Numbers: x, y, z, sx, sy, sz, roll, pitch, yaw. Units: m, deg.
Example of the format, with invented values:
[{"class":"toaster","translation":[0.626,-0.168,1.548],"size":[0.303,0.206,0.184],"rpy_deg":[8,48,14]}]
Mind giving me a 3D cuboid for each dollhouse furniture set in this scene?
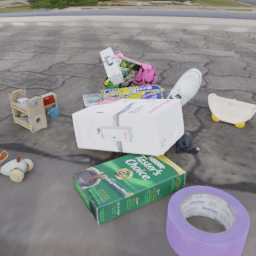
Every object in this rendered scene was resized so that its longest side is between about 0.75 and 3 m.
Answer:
[{"class":"dollhouse furniture set","translation":[-3.350,-0.898,10.847],"size":[1.286,1.279,1.825],"rpy_deg":[23,36,35]}]

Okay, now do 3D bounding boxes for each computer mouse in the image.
[{"class":"computer mouse","translation":[1.912,0.458,9.409],"size":[0.769,0.293,1.110],"rpy_deg":[-1,29,1]}]

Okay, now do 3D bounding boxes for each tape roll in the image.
[{"class":"tape roll","translation":[1.679,2.061,6.062],"size":[1.673,0.711,1.673],"rpy_deg":[0,28,0]}]

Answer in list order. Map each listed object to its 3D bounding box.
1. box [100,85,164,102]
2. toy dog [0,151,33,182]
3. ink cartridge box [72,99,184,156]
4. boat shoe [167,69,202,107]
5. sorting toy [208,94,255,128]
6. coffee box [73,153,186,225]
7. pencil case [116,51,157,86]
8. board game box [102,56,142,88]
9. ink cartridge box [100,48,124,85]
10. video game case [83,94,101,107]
[{"class":"box","translation":[0.192,-1.202,11.744],"size":[2.574,0.902,0.828],"rpy_deg":[-8,24,-14]},{"class":"toy dog","translation":[-3.479,1.035,7.921],"size":[1.474,0.710,0.972],"rpy_deg":[-6,29,-11]},{"class":"ink cartridge box","translation":[0.060,-0.146,8.868],"size":[2.880,1.192,2.110],"rpy_deg":[3,20,30]},{"class":"boat shoe","translation":[1.856,-1.110,9.906],"size":[0.774,2.105,0.703],"rpy_deg":[35,35,8]},{"class":"sorting toy","translation":[4.323,-0.798,11.163],"size":[1.862,0.995,1.676],"rpy_deg":[20,27,34]},{"class":"coffee box","translation":[0.033,1.376,7.416],"size":[2.602,0.572,1.600],"rpy_deg":[-15,30,-26]},{"class":"pencil case","translation":[0.265,-3.128,14.798],"size":[1.256,1.297,2.768],"rpy_deg":[-20,38,-40]},{"class":"board game box","translation":[-0.193,-2.433,12.714],"size":[0.310,1.384,2.642],"rpy_deg":[38,17,12]},{"class":"ink cartridge box","translation":[-0.527,-2.064,9.425],"size":[0.425,1.012,0.738],"rpy_deg":[-21,-16,7]},{"class":"video game case","translation":[-1.380,-1.299,12.761],"size":[1.254,0.146,1.140],"rpy_deg":[-6,29,-11]}]
